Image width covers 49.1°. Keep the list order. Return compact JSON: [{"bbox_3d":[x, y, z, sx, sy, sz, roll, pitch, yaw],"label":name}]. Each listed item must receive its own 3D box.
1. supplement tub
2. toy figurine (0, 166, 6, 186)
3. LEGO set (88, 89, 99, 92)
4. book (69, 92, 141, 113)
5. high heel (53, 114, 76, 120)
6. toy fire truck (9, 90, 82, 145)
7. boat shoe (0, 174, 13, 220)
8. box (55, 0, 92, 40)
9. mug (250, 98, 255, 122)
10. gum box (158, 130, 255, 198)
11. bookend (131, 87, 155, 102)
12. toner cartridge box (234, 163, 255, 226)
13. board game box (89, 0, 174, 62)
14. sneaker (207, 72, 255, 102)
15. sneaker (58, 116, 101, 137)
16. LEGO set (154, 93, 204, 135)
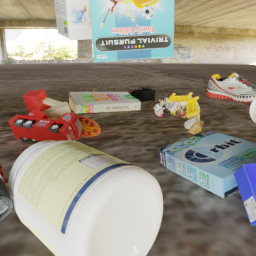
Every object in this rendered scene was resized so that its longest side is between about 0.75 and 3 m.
[{"bbox_3d":[-0.558,0.811,3.229,1.189,1.189,1.641,-15,22,-41],"label":"supplement tub"},{"bbox_3d":[-2.213,0.955,3.901,0.914,0.636,0.899,0,22,-8],"label":"toy figurine"},{"bbox_3d":[-1.705,-1.597,12.942,0.708,0.533,0.920,-1,16,-5],"label":"LEGO set"},{"bbox_3d":[-0.943,-0.975,10.907,2.455,0.590,1.640,-4,21,-19],"label":"book"},{"bbox_3d":[-2.252,-0.167,8.512,1.369,0.489,0.976,-16,-19,11],"label":"high heel"},{"bbox_3d":[-2.072,-0.301,7.291,2.414,0.588,1.702,7,38,25],"label":"toy fire truck"},{"bbox_3d":[-2.284,1.154,2.728,2.242,0.828,0.766,-23,53,-31],"label":"boat shoe"},{"bbox_3d":[-0.976,-3.857,9.560,2.658,1.347,1.495,-12,29,-24],"label":"box"},{"bbox_3d":[4.500,-0.445,8.813,0.873,1.064,0.852,3,-19,-23],"label":"mug"},{"bbox_3d":[1.628,0.557,5.218,1.427,0.374,1.680,-18,19,-25],"label":"gum box"},{"bbox_3d":[0.509,-1.529,12.790,1.055,0.489,1.061,-9,18,-30],"label":"bookend"},{"bbox_3d":[2.386,0.859,3.888,1.611,0.348,0.765,-2,60,-9],"label":"toner cartridge box"},{"bbox_3d":[0.073,-3.115,6.933,2.085,2.761,0.648,-5,21,-5],"label":"board game box"},{"bbox_3d":[4.931,-1.829,12.510,2.963,1.217,1.153,13,21,37],"label":"sneaker"},{"bbox_3d":[-1.297,-0.111,7.764,1.490,0.544,0.575,14,12,34],"label":"sneaker"},{"bbox_3d":[1.846,-0.373,8.672,1.120,0.906,2.434,-38,29,-6],"label":"LEGO set"}]
